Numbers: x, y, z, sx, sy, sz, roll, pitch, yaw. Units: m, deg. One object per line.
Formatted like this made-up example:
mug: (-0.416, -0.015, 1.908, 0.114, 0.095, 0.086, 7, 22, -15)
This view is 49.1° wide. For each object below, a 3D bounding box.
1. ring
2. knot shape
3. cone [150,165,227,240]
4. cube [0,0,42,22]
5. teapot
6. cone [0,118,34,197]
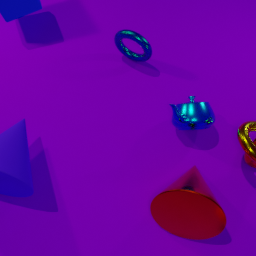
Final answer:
ring: (0.134, -2.154, 7.389, 1.103, 1.103, 0.221, 25, 73, 11)
knot shape: (3.007, 0.344, 6.144, 1.532, 1.434, 0.708, -43, 37, -24)
cone: (1.358, 1.303, 6.012, 1.472, 1.472, 1.477, 17, 40, 8)
cube: (-3.098, -3.742, 7.529, 1.074, 1.074, 1.074, -22, 55, -1)
teapot: (1.480, -0.352, 6.534, 1.614, 1.003, 0.790, -7, 94, -43)
cone: (-2.541, 0.437, 6.050, 1.587, 1.587, 1.593, 10, 57, 5)
